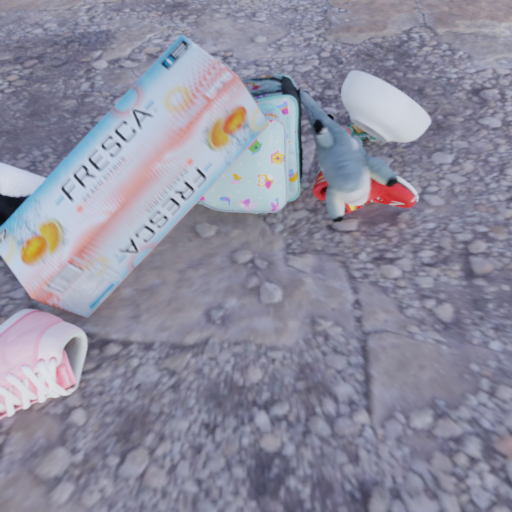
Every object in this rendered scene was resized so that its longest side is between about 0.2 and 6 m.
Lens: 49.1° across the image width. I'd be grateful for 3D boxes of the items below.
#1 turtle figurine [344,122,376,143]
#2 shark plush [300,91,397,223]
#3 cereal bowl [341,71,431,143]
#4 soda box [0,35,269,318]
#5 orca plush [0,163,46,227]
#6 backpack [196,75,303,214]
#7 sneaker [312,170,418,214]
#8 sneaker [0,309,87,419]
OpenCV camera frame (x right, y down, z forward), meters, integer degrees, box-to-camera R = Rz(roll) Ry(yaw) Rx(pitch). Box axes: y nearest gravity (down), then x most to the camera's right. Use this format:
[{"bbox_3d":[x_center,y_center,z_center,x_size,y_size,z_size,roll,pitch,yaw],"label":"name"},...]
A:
[{"bbox_3d":[2.538,-3.037,13.177,1.527,0.769,1.143,-17,70,-30],"label":"turtle figurine"},{"bbox_3d":[1.573,-2.188,10.674,1.426,1.307,3.138,-24,58,27],"label":"shark plush"},{"bbox_3d":[2.643,-3.038,11.982,2.027,0.844,2.027,31,8,-5],"label":"cereal bowl"},{"bbox_3d":[-1.964,-1.185,8.911,4.463,1.419,1.526,-46,63,0],"label":"soda box"},{"bbox_3d":[-5.680,-1.104,10.231,4.630,1.646,2.436,19,-7,-21],"label":"orca plush"},{"bbox_3d":[-0.528,-2.077,10.891,2.771,2.436,2.124,1,38,8],"label":"backpack"},{"bbox_3d":[2.141,-1.204,11.245,2.177,0.838,0.925,17,64,30],"label":"sneaker"},{"bbox_3d":[-3.337,1.748,7.634,1.349,0.971,2.580,11,38,20],"label":"sneaker"}]
